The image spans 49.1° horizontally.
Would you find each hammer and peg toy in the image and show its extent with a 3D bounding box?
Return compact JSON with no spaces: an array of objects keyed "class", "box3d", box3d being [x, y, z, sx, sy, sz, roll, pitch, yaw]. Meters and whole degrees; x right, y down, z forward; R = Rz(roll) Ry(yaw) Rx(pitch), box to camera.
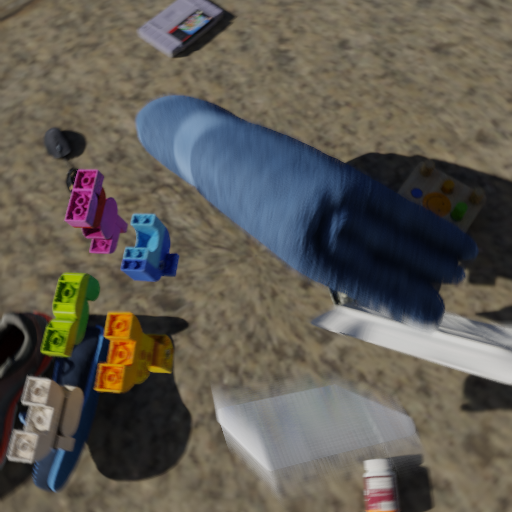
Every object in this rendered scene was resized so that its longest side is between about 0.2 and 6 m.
[{"class":"hammer and peg toy","box3d":[3.001,-0.703,9.928,1.453,0.697,1.976,34,69,15]}]

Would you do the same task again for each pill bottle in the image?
[{"class":"pill bottle","box3d":[1.805,3.366,8.105,0.439,0.439,0.770,0,64,0]}]

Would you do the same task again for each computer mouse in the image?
[{"class":"computer mouse","box3d":[-3.699,-1.867,10.733,0.476,0.277,1.625,-25,67,-12]}]

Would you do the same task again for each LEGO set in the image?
[{"class":"LEGO set","box3d":[-1.421,0.678,5.911,1.121,1.206,2.938,2,69,15]}]

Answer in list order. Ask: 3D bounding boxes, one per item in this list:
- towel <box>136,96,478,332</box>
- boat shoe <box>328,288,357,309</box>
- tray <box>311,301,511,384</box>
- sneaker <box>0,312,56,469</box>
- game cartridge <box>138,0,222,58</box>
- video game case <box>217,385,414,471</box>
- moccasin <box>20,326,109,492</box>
[{"class":"towel","box3d":[0.282,-0.949,7.382,1.206,2.774,4.969,-60,37,9]},{"class":"boat shoe","box3d":[1.252,-0.346,9.599,0.892,0.991,2.803,-17,67,-10]},{"class":"tray","box3d":[2.118,0.917,6.879,2.625,1.409,0.291,12,101,39]},{"class":"sneaker","box3d":[-4.120,2.136,8.145,1.214,1.290,3.151,20,74,8]},{"class":"game cartridge","box3d":[-1.641,-5.107,12.308,1.059,0.314,1.634,36,69,20]},{"class":"video game case","box3d":[0.430,1.388,4.721,1.220,1.339,0.147,-6,91,-19]},{"class":"moccasin","box3d":[-2.911,2.238,8.467,0.852,1.006,2.500,7,51,1]}]
